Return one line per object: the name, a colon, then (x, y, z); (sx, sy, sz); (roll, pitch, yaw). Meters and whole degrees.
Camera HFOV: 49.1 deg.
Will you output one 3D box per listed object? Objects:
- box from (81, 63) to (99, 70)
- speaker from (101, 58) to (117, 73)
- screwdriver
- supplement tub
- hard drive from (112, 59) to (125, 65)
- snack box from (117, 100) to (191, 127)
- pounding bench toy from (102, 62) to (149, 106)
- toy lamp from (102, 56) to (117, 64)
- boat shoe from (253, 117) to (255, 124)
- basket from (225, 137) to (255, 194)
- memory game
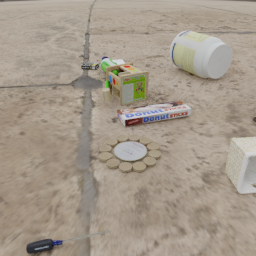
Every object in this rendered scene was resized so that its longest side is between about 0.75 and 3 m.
box: (-1.937, -3.181, 14.395); (0.774, 0.190, 0.624); (7, 28, 12)
speaker: (-0.771, -2.788, 13.225); (0.709, 0.709, 1.602); (-12, 33, -20)
screwdriver: (-1.112, 2.154, 5.300); (1.563, 0.218, 0.227); (-4, 62, -9)
supplement tub: (3.392, -3.451, 13.209); (1.834, 1.834, 2.530); (-17, 35, -26)
hard drive: (-0.520, -3.391, 14.800); (0.699, 0.141, 1.060); (-7, 31, -11)
snack box: (0.907, -0.534, 9.737); (2.440, 0.297, 0.877); (-10, 29, -16)
pounding bench toy: (-0.387, -1.709, 10.915); (1.886, 1.171, 1.471); (-16, 34, -25)
toy lamp: (-1.009, -3.445, 14.630); (0.413, 0.413, 1.420); (-14, 31, -22)
boat shoe: (4.570, -0.202, 9.164); (0.349, 0.344, 0.937); (-25, 39, -36)
basket: (3.040, 0.861, 6.666); (1.095, 1.105, 0.889); (-3, 25, -6)
memory game: (0.052, 0.673, 7.898); (1.775, 0.113, 1.775); (-1, 31, 0)
